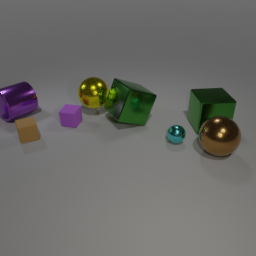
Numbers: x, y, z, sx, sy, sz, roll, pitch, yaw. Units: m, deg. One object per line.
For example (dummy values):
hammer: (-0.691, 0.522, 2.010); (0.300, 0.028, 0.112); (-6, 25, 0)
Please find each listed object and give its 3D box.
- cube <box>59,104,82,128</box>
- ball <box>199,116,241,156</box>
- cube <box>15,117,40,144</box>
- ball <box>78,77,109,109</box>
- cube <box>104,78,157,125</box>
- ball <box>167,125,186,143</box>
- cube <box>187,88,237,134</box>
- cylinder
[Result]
cube: (-2.394, -0.510, 11.743); (0.700, 0.700, 0.700); (8, 36, 12)
ball: (3.170, 0.279, 9.701); (1.400, 1.400, 1.400); (0, 31, 0)
cube: (-3.883, 0.077, 10.803); (0.700, 0.700, 0.700); (-15, 34, -22)
ball: (-1.509, -1.537, 12.323); (1.400, 1.400, 1.400); (0, 31, 0)
cube: (0.071, -1.084, 11.669); (1.400, 1.400, 1.400); (8, 22, -35)
ball: (1.817, 0.228, 10.529); (0.700, 0.700, 0.700); (0, 31, 0)
cube: (3.361, -0.723, 11.459); (1.400, 1.400, 1.400); (-3, 31, -6)
cylinder: (-4.910, -1.175, 12.222); (1.400, 1.400, 1.400); (23, 38, 34)
